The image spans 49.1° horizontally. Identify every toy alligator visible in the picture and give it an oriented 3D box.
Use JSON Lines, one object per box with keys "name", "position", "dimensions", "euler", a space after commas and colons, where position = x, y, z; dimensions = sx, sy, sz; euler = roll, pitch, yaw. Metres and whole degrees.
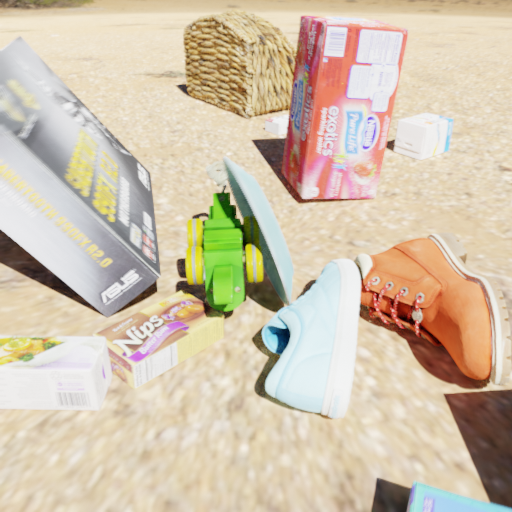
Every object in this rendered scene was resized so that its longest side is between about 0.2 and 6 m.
{"name": "toy alligator", "position": [-0.433, -0.191, 7.465], "dimensions": [0.912, 0.835, 3.077], "euler": [-3, 37, -3]}

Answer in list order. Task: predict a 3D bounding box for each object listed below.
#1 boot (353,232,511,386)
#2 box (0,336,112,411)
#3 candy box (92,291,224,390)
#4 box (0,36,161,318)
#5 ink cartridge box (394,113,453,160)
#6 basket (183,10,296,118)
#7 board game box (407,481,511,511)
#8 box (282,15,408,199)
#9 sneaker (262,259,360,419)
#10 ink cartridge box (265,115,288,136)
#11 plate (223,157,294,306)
{"name": "boot", "position": [2.008, 0.630, 6.750], "dimensions": [1.514, 1.060, 2.824], "euler": [-6, 23, 1]}
{"name": "box", "position": [-3.064, 1.218, 5.943], "dimensions": [2.962, 0.614, 0.573], "euler": [0, 28, 2]}
{"name": "candy box", "position": [-1.139, 0.952, 6.655], "dimensions": [0.795, 0.385, 1.363], "euler": [26, 36, 37]}
{"name": "box", "position": [-2.852, -1.371, 8.144], "dimensions": [0.965, 3.161, 3.991], "euler": [-37, 29, 8]}
{"name": "ink cartridge box", "position": [3.917, -2.812, 13.122], "dimensions": [1.096, 0.793, 0.807], "euler": [-22, 35, -34]}
{"name": "basket", "position": [-0.163, -6.068, 17.113], "dimensions": [2.816, 2.697, 3.779], "euler": [-19, 34, -29]}
{"name": "board game box", "position": [2.045, 2.583, 3.495], "dimensions": [2.357, 0.530, 1.793], "euler": [11, 31, 17]}
{"name": "box", "position": [1.541, -2.733, 10.471], "dimensions": [1.557, 3.124, 1.492], "euler": [-2, 28, -13]}
{"name": "sneaker", "position": [0.627, 0.724, 6.472], "dimensions": [1.026, 0.925, 2.504], "euler": [11, 29, 4]}
{"name": "ink cartridge box", "position": [0.704, -3.469, 14.823], "dimensions": [0.781, 0.324, 0.574], "euler": [-22, 35, -34]}
{"name": "plate", "position": [0.086, -0.347, 7.283], "dimensions": [0.269, 2.104, 2.104], "euler": [-23, 32, -4]}
